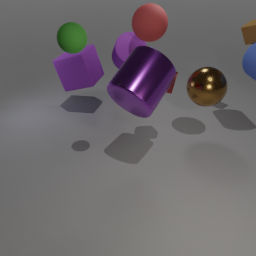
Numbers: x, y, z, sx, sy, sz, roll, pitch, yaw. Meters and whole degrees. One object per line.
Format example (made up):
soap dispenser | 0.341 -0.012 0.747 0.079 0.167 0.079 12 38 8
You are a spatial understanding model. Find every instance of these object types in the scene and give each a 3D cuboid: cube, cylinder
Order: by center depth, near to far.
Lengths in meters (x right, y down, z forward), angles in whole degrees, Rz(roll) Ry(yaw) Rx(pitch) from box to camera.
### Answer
cylinder | 0.367 -1.228 7.579 1.400 1.400 1.400 23 71 35
cube | 1.021 -1.548 8.846 0.700 0.700 0.700 7 17 -27
cylinder | 4.939 -2.206 9.724 1.400 1.400 1.400 -2 29 -4
cube | 4.746 -3.571 10.338 0.700 0.700 0.700 -35 25 -21
cube | -2.049 -2.543 11.851 1.400 1.400 1.400 -7 29 22
cylinder | 0.028 -3.384 12.566 1.400 1.400 1.400 -5 -1 -9

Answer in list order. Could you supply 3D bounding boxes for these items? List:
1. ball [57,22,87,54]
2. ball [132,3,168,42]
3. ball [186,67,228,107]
ball | -1.297 -2.084 6.499 0.700 0.700 0.700 0 29 0
ball | 0.842 -4.065 10.850 1.400 1.400 1.400 0 29 0
ball | 2.779 -1.452 9.904 1.400 1.400 1.400 0 29 0
